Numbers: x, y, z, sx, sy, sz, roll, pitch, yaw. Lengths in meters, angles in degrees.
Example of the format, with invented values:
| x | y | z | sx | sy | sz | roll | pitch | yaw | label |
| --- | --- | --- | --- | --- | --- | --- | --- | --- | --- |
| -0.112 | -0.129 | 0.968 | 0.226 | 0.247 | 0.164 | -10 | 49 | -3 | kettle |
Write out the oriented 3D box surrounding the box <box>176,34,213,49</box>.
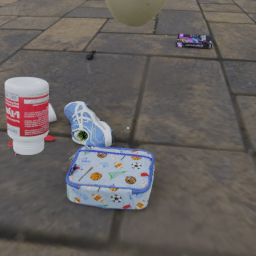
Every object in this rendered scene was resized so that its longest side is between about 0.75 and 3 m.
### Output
| x | y | z | sx | sy | sz | roll | pitch | yaw | label |
| --- | --- | --- | --- | --- | --- | --- | --- | --- | --- |
| 3.436 | -4.495 | 14.480 | 1.816 | 0.328 | 1.298 | 8 | 37 | 9 | box |

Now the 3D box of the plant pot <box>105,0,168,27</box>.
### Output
| x | y | z | sx | sy | sz | roll | pitch | yaw | label |
| --- | --- | --- | --- | --- | --- | --- | --- | --- | --- |
| 0.212 | -4.269 | 9.027 | 2.380 | 1.598 | 2.380 | 6 | 45 | -6 | plant pot |

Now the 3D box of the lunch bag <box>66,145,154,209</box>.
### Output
| x | y | z | sx | sy | sz | roll | pitch | yaw | label |
| --- | --- | --- | --- | --- | --- | --- | --- | --- | --- |
| -0.413 | 1.047 | 6.537 | 2.015 | 0.761 | 1.615 | 7 | 35 | 7 | lunch bag |

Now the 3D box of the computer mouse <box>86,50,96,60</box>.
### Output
| x | y | z | sx | sy | sz | roll | pitch | yaw | label |
| --- | --- | --- | --- | --- | --- | --- | --- | --- | --- |
| -1.715 | -3.431 | 13.185 | 0.331 | 0.192 | 1.129 | -10 | 28 | 17 | computer mouse |

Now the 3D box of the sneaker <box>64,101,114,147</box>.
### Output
| x | y | z | sx | sy | sz | roll | pitch | yaw | label |
| --- | --- | --- | --- | --- | --- | --- | --- | --- | --- |
| -1.314 | -0.110 | 8.034 | 0.841 | 0.827 | 2.183 | -22 | 40 | -32 | sneaker |

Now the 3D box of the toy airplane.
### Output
| x | y | z | sx | sy | sz | roll | pitch | yaw | label |
| --- | --- | --- | --- | --- | --- | --- | --- | --- | --- |
| -2.854 | 0.275 | 7.999 | 1.366 | 0.251 | 1.366 | -1 | 35 | 1 | toy airplane |

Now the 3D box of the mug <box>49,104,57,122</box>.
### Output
| x | y | z | sx | sy | sz | roll | pitch | yaw | label |
| --- | --- | --- | --- | --- | --- | --- | --- | --- | --- |
| -2.616 | -0.361 | 8.753 | 0.595 | 0.725 | 0.580 | -27 | 76 | -19 | mug |

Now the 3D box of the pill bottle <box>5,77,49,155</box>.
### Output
| x | y | z | sx | sy | sz | roll | pitch | yaw | label |
| --- | --- | --- | --- | --- | --- | --- | --- | --- | --- |
| -1.754 | -0.205 | 4.920 | 0.706 | 1.258 | 0.706 | 6 | 22 | -2 | pill bottle |
